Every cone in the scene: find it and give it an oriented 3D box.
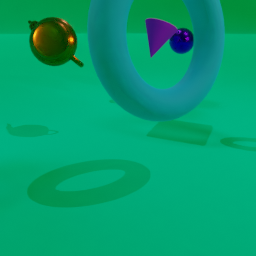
[{"bbox_3d":[0.814,-2.505,8.128,0.975,0.979,0.975,18,6,-2],"label":"cone"}]

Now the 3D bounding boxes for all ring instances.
[{"bbox_3d":[0.438,-1.068,3.329,2.002,2.002,0.400,-14,16,-33],"label":"ring"}]

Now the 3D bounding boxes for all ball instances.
[{"bbox_3d":[1.688,-2.725,8.782,0.792,0.792,0.792,0,20,0],"label":"ball"}]

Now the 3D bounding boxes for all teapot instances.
[{"bbox_3d":[-1.510,-1.746,5.687,1.522,0.946,0.745,39,5,-2],"label":"teapot"}]
